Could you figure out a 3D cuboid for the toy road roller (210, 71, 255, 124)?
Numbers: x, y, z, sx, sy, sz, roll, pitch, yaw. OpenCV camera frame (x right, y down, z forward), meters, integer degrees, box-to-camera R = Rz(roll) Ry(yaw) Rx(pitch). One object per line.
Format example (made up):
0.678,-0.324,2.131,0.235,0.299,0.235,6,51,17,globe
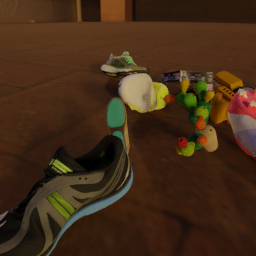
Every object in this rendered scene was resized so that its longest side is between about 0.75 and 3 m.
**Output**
2.614,-0.757,7.638,1.124,0.946,1.540,-20,41,-11,toy road roller

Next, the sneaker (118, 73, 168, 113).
0.109,-0.921,7.573,1.339,0.965,2.549,9,2,27,sneaker

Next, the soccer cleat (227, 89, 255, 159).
2.705,0.388,5.310,0.946,1.085,2.838,-7,47,-8,soccer cleat

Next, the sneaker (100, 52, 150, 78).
-0.114,-2.551,11.061,2.379,1.054,0.915,16,-3,38,sneaker

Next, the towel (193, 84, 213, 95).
2.963,-1.304,9.752,1.211,0.195,1.156,-5,23,1,towel

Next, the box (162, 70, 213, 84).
2.019,-1.742,9.793,1.201,0.379,1.523,0,7,-16,box

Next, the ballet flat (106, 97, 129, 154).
-0.171,0.000,4.990,0.380,1.076,0.351,-2,3,11,ballet flat

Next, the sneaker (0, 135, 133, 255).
-1.032,0.894,3.821,0.981,1.147,2.767,19,37,39,sneaker

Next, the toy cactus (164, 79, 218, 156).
1.328,-0.044,5.489,0.930,1.501,1.819,-15,42,27,toy cactus
